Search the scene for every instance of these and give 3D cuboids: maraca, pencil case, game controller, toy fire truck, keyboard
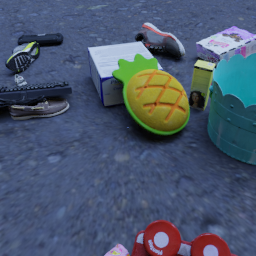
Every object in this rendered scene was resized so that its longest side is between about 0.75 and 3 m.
[{"bbox_3d":[0.680,-1.024,8.123,1.894,1.478,2.763,-22,72,-27],"label":"maraca"},{"bbox_3d":[-0.414,2.605,5.037,0.469,0.469,1.072,32,51,31],"label":"pencil case"},{"bbox_3d":[-3.984,-4.064,12.825,2.011,0.423,1.049,-5,27,-7],"label":"game controller"},{"bbox_3d":[0.889,2.568,4.784,1.925,1.079,1.617,12,68,13],"label":"toy fire truck"},{"bbox_3d":[-3.147,-1.065,8.461,2.856,0.294,1.815,-9,28,-14],"label":"keyboard"}]

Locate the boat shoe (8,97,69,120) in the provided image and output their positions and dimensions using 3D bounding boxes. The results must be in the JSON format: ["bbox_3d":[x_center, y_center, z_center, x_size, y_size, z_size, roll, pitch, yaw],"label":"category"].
[{"bbox_3d":[-2.770,-0.701,8.737,1.795,0.534,0.645,-10,41,-10],"label":"boat shoe"}]

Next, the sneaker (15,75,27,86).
[{"bbox_3d":[-3.802,-1.625,9.955,0.856,0.379,0.317,34,50,31],"label":"sneaker"}]

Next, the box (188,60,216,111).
[{"bbox_3d":[2.259,-1.282,8.664,0.577,1.534,0.384,19,45,23],"label":"box"}]

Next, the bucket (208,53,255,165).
[{"bbox_3d":[3.571,-0.536,7.524,2.949,1.918,2.949,0,41,0],"label":"bucket"}]

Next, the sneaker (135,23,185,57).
[{"bbox_3d":[1.302,-3.512,11.954,1.038,0.977,2.534,-47,57,-5],"label":"sneaker"}]

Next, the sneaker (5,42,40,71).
[{"bbox_3d":[-4.303,-2.832,11.172,0.827,0.755,2.044,3,33,14],"label":"sneaker"}]

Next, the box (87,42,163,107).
[{"bbox_3d":[-0.157,-1.923,9.675,2.042,1.165,2.221,-11,42,-13],"label":"box"}]

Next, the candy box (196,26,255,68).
[{"bbox_3d":[3.956,-3.223,11.159,1.892,0.677,1.587,-25,40,-9],"label":"candy box"}]
